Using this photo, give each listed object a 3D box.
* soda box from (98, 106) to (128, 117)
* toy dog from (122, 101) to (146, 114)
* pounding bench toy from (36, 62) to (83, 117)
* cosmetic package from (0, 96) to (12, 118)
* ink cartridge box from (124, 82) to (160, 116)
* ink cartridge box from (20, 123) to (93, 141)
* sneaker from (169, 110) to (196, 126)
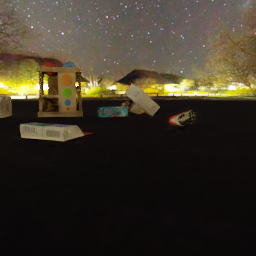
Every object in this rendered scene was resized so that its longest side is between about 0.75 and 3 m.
[{"bbox_3d":[-0.597,-0.659,11.302,1.180,0.400,0.378,-4,8,-31],"label":"soda box"},{"bbox_3d":[0.302,-1.119,13.382,1.701,0.819,1.122,3,7,21],"label":"toy dog"},{"bbox_3d":[-2.948,-1.713,12.427,1.766,2.217,2.842,-1,7,-10],"label":"pounding bench toy"},{"bbox_3d":[-5.698,-0.826,10.865,1.991,0.845,1.071,1,9,-5],"label":"cosmetic package"},{"bbox_3d":[0.452,-1.058,10.171,1.141,0.479,1.002,38,3,-42],"label":"ink cartridge box"},{"bbox_3d":[-1.484,0.026,6.050,1.030,0.321,1.280,4,9,19],"label":"ink cartridge box"},{"bbox_3d":[1.641,-0.307,8.367,0.478,0.434,1.126,0,5,44],"label":"sneaker"}]
